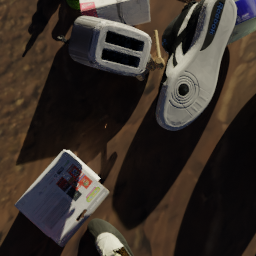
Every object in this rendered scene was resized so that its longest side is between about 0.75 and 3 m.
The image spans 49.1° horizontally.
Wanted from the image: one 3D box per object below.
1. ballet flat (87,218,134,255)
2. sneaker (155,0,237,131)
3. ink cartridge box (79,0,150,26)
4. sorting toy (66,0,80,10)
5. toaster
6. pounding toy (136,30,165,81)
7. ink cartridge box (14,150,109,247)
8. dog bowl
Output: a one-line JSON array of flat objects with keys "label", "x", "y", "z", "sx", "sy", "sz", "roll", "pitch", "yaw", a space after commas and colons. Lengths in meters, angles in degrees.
[{"label": "ballet flat", "x": -0.296, "y": 3.808, "z": 8.407, "sx": 0.873, "sy": 0.878, "sz": 2.567, "roll": -42, "pitch": 85, "yaw": -4}, {"label": "sneaker", "x": 1.211, "y": -1.404, "z": 6.328, "sx": 1.079, "sy": 1.651, "sz": 2.952, "roll": 25, "pitch": 90, "yaw": -25}, {"label": "ink cartridge box", "x": -0.437, "y": -3.748, "z": 8.859, "sx": 2.045, "sy": 0.847, "sz": 1.499, "roll": -13, "pitch": 39, "yaw": -1}, {"label": "sorting toy", "x": -2.015, "y": -4.962, "z": 9.390, "sx": 1.168, "sy": 0.798, "sz": 1.944, "roll": -32, "pitch": 85, "yaw": -4}, {"label": "toaster", "x": -0.461, "y": -1.976, "z": 6.771, "sx": 2.131, "sy": 1.376, "sz": 1.211, "roll": 7, "pitch": 106, "yaw": -35}, {"label": "pounding toy", "x": 0.455, "y": -2.425, "z": 9.003, "sx": 1.247, "sy": 1.243, "sz": 2.174, "roll": -42, "pitch": 66, "yaw": -4}, {"label": "ink cartridge box", "x": -1.912, "y": 2.101, "z": 8.568, "sx": 1.907, "sy": 0.911, "sz": 2.172, "roll": 41, "pitch": 85, "yaw": 4}, {"label": "dog bowl", "x": 3.089, "y": -3.214, "z": 8.526, "sx": 2.143, "sy": 2.143, "sz": 0.844, "roll": -21, "pitch": 87, "yaw": -2}]
